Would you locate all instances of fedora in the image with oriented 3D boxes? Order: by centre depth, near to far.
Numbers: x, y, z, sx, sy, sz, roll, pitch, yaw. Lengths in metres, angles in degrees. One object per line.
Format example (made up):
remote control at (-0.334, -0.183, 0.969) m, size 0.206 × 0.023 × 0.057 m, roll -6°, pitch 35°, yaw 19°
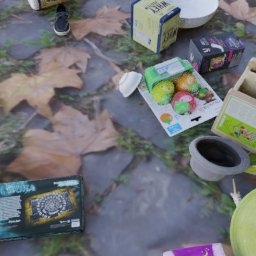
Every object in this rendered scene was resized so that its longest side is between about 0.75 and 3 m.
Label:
fedora at (2.481, 0.956, 8.015) m, size 1.762 × 0.796 × 1.559 m, roll -6°, pitch 41°, yaw -30°

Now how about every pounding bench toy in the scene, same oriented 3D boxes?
pounding bench toy at (4.089, -1.055, 8.249) m, size 1.783 × 2.871 × 2.239 m, roll 30°, pitch 57°, yaw 19°

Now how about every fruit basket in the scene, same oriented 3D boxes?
fruit basket at (1.740, -1.189, 9.431) m, size 2.357 × 1.193 × 2.545 m, roll -23°, pitch 58°, yaw -15°

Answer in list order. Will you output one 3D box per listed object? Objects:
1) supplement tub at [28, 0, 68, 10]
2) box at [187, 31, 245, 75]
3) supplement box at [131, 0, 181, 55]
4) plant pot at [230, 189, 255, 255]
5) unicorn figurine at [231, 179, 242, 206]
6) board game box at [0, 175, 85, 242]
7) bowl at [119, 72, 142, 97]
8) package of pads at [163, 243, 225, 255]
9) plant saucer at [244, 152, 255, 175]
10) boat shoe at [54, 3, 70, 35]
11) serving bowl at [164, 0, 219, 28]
supplement tub at (-3.620, -6.608, 13.012) m, size 2.240 × 1.617 × 1.617 m, roll -25°, pitch 58°, yaw -16°
box at (3.347, -2.889, 10.788) m, size 1.783 × 0.945 × 1.090 m, roll -13°, pitch 56°, yaw -9°
supplement box at (1.059, -4.178, 11.284) m, size 1.624 × 1.626 × 1.091 m, roll 37°, pitch 63°, yaw 23°
plant pot at (3.673, 2.347, 5.567) m, size 2.658 × 2.443 × 2.658 m, roll -2°, pitch 74°, yaw 7°
unicorn figurine at (3.261, 2.426, 7.195) m, size 1.882 × 0.695 × 1.293 m, roll 34°, pitch 34°, yaw 1°
board game box at (-2.371, 2.141, 7.607) m, size 2.321 × 0.327 × 1.570 m, roll -5°, pitch 55°, yaw -3°
bowl at (-0.002, -1.611, 9.823) m, size 0.450 × 1.002 × 1.002 m, roll 33°, pitch 53°, yaw -21°
package of pads at (1.684, 3.772, 5.933) m, size 1.428 × 0.897 × 2.369 m, roll -11°, pitch 48°, yaw 0°
plant saucer at (4.528, 0.673, 7.817) m, size 2.240 × 2.243 × 0.537 m, roll -33°, pitch 94°, yaw -21°
boat shoe at (-2.938, -4.809, 12.381) m, size 0.709 × 0.591 × 1.899 m, roll -3°, pitch 56°, yaw -5°
serving bowl at (2.521, -5.331, 12.540) m, size 2.794 × 0.919 × 2.794 m, roll 0°, pitch 55°, yaw 0°
